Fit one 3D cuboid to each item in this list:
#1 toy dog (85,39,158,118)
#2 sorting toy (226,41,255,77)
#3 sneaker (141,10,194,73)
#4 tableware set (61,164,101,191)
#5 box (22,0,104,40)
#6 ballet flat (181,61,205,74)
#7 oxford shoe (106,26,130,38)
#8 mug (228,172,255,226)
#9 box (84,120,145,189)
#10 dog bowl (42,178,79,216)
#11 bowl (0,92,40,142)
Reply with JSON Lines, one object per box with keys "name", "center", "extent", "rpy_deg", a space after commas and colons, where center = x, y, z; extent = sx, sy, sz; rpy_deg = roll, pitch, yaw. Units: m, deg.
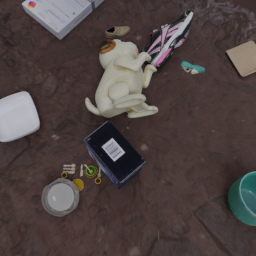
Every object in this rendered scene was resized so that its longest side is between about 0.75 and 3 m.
{"name": "toy dog", "center": [-0.241, -1.875, 10.324], "extent": [2.752, 1.980, 2.838], "rpy_deg": [-13, 72, 29]}
{"name": "sorting toy", "center": [4.787, -2.781, 11.279], "extent": [1.258, 0.248, 1.359], "rpy_deg": [-23, 70, -7]}
{"name": "sneaker", "center": [1.504, -3.664, 11.072], "extent": [1.221, 1.136, 2.828], "rpy_deg": [34, 75, 11]}
{"name": "tableware set", "center": [-1.674, 1.763, 9.929], "extent": [1.455, 0.223, 0.980], "rpy_deg": [3, 74, 0]}
{"name": "box", "center": [-2.666, -5.361, 11.843], "extent": [2.167, 0.572, 2.780], "rpy_deg": [40, 77, 11]}
{"name": "ballet flat", "center": [2.149, -1.980, 9.425], "extent": [0.903, 0.304, 0.318], "rpy_deg": [31, 89, 35]}
{"name": "oxford shoe", "center": [-0.417, -3.998, 11.532], "extent": [1.054, 0.394, 0.371], "rpy_deg": [-21, 75, -6]}
{"name": "mug", "center": [4.262, 2.350, 9.177], "extent": [1.922, 1.189, 1.579], "rpy_deg": [-2, 60, -12]}
{"name": "box", "center": [-0.448, 0.963, 9.220], "extent": [1.089, 1.752, 1.767], "rpy_deg": [-39, 77, -13]}
{"name": "dog bowl", "center": [-2.276, 2.359, 9.610], "extent": [1.269, 0.372, 1.269], "rpy_deg": [0, 80, 1]}
{"name": "bowl", "center": [-4.125, -0.365, 10.351], "extent": [1.648, 0.616, 1.651], "rpy_deg": [-23, 76, -7]}
